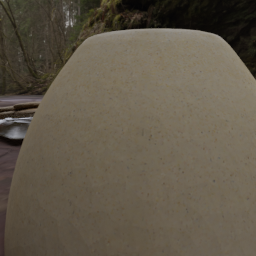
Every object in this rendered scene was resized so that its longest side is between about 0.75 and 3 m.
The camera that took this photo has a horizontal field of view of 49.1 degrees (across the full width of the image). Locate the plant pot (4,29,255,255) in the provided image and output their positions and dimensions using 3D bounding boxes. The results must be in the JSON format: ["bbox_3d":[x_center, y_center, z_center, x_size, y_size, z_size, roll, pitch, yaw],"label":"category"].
[{"bbox_3d":[0.202,0.081,2.321,2.315,1.554,2.315,1,8,0],"label":"plant pot"}]

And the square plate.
[{"bbox_3d":[-2.087,-0.069,7.303,2.487,0.357,2.511,-5,8,-37],"label":"square plate"}]

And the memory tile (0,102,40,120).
[{"bbox_3d":[-1.975,-0.443,7.015,2.129,0.233,2.778,-6,2,34],"label":"memory tile"}]
